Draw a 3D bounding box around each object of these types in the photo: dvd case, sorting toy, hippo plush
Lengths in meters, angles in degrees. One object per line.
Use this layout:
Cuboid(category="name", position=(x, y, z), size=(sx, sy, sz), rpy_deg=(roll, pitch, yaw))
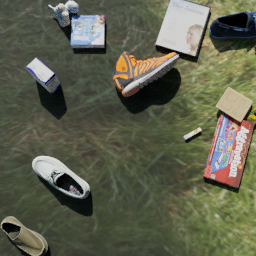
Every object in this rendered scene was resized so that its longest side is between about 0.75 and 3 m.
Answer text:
Cuboid(category="dvd case", position=(2.488, -4.522, 12.531), size=(1.877, 0.231, 2.631), rpy_deg=(18, 77, 4))
Cuboid(category="sorting toy", position=(4.626, -0.816, 11.602), size=(1.712, 0.229, 1.276), rpy_deg=(34, 67, 9))
Cuboid(category="hippo plush", position=(-2.690, -5.141, 12.475), size=(0.993, 0.984, 1.235), rpy_deg=(-34, 36, -25))

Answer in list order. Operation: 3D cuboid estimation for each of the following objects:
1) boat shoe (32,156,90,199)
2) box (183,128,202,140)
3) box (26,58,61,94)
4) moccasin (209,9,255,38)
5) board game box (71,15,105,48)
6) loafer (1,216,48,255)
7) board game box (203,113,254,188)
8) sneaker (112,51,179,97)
Cuboid(category="boat shoe", position=(-2.575, 1.843, 10.658), size=(2.535, 0.903, 0.884), rpy_deg=(31, 81, 4))
Cuboid(category="box", position=(2.640, 0.235, 11.466), size=(0.781, 0.162, 0.151), rpy_deg=(-28, 78, -5))
Cuboid(category="box", position=(-3.434, -2.121, 11.492), size=(1.069, 1.162, 0.610), rpy_deg=(40, 80, 9))
Cuboid(category="moccasin", position=(5.058, -4.483, 12.125), size=(2.913, 0.993, 1.172), rpy_deg=(-14, 77, -3))
Cuboid(category="board game box", position=(-1.764, -4.286, 12.428), size=(1.461, 0.317, 1.454), rpy_deg=(-1, 78, 0))
Cuboid(category="loafer", position=(-3.899, 4.046, 10.293), size=(2.055, 0.716, 0.773), rpy_deg=(31, 79, 7))
Cuboid(category="board game box", position=(4.063, 0.873, 11.269), size=(1.398, 0.264, 2.716), rpy_deg=(18, 78, 3))
Cuboid(category="sneaker", position=(0.613, -2.690, 11.657), size=(2.875, 1.115, 1.610), rpy_deg=(-32, 80, -7))
